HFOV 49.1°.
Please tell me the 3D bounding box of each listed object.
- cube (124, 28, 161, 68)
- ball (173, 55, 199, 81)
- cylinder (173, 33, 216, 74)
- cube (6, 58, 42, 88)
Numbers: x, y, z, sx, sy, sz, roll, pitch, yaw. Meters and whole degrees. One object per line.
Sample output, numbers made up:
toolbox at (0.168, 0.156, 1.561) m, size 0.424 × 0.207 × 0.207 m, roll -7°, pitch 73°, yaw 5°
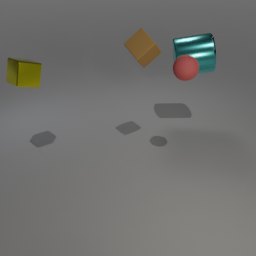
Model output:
cube at (0.442, -2.350, 8.256) m, size 0.700 × 0.700 × 0.700 m, roll 54°, pitch 13°, yaw 19°
ball at (1.578, -1.639, 7.647) m, size 0.700 × 0.700 × 0.700 m, roll 0°, pitch 30°, yaw 0°
cylinder at (2.433, -2.706, 10.422) m, size 1.400 × 1.400 × 1.400 m, roll -6°, pitch 29°, yaw 8°
cube at (-2.976, -1.579, 8.005) m, size 0.700 × 0.700 × 0.700 m, roll 24°, pitch 20°, yaw 40°
